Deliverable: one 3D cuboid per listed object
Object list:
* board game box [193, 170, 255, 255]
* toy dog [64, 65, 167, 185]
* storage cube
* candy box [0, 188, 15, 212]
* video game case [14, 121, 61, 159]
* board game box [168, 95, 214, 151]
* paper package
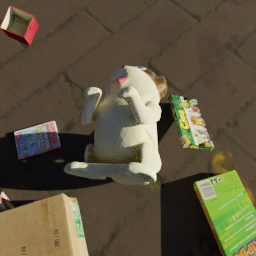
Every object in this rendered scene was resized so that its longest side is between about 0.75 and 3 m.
[{"bbox_3d":[2.550,2.265,6.686,1.129,0.354,2.364,-15,60,-7],"label":"board game box"},{"bbox_3d":[0.099,-0.128,5.531,1.642,2.281,2.353,-6,70,35],"label":"toy dog"},{"bbox_3d":[-3.172,-2.990,8.249,0.825,0.742,0.705,22,86,-5],"label":"storage cube"},{"bbox_3d":[-4.258,2.240,6.554,2.704,0.763,1.578,-40,73,-13],"label":"candy box"},{"bbox_3d":[-2.499,0.324,7.731,1.142,0.100,0.817,-17,69,-6],"label":"video game case"},{"bbox_3d":[1.646,-0.170,7.451,0.880,0.197,1.680,5,51,-19],"label":"board game box"},{"bbox_3d":[-1.887,2.624,6.221,1.786,0.969,1.874,-17,68,0],"label":"paper package"}]
